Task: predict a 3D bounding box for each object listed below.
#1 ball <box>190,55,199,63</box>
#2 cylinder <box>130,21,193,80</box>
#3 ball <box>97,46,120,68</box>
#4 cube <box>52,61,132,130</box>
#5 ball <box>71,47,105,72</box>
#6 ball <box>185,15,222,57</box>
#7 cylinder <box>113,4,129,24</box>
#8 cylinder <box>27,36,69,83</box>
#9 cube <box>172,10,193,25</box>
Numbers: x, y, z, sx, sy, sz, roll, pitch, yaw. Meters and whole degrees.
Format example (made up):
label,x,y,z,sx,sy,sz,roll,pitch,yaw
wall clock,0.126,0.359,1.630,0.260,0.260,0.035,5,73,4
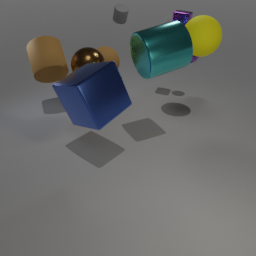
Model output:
label,x,y,z,sx,sy,sz,roll,pitch,yaw
ball,2.933,-3.369,13.048,0.700,0.700,0.700,0,29,0
cylinder,0.968,-2.316,8.346,1.400,1.400,1.400,-21,34,-15
ball,-1.097,-3.180,13.380,1.400,1.400,1.400,0,29,0
cube,-1.014,-0.953,8.059,1.400,1.400,1.400,-41,31,-29
ball,-1.605,-2.554,11.355,1.400,1.400,1.400,0,29,0
ball,2.628,-3.275,10.004,1.400,1.400,1.400,0,29,0
cylinder,-0.362,-5.632,13.829,0.700,0.700,0.700,6,54,-9
cylinder,-3.289,-2.783,11.484,1.400,1.400,1.400,-13,76,-22
cube,2.279,-4.532,11.811,0.700,0.700,0.700,15,32,15
